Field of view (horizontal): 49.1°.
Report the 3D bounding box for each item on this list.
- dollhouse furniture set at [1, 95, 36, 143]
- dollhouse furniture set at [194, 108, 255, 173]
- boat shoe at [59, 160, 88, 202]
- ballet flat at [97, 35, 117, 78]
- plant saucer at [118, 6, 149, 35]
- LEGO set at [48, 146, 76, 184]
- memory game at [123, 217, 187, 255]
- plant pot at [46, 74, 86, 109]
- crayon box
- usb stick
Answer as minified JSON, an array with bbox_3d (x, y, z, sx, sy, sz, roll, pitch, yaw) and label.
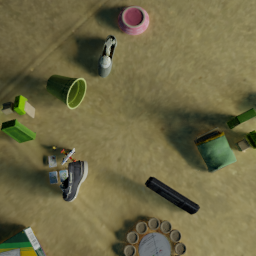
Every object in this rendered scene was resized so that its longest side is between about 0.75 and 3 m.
[{"bbox_3d":[-4.487,-0.170,10.143,2.099,1.053,1.375,-14,59,15],"label":"dollhouse furniture set"},{"bbox_3d":[3.561,0.495,9.697,2.139,1.074,1.401,-26,81,-5],"label":"dollhouse furniture set"},{"bbox_3d":[-1.904,1.737,9.116,0.648,2.066,0.751,7,46,-27],"label":"boat shoe"},{"bbox_3d":[-0.814,-2.738,10.556,0.560,0.529,1.660,14,80,2],"label":"ballet flat"},{"bbox_3d":[0.215,-4.262,10.941,1.231,0.312,1.231,0,80,1],"label":"plant saucer"},{"bbox_3d":[-2.340,1.253,9.957,1.004,0.330,1.343,-7,78,-5],"label":"LEGO set"},{"bbox_3d":[0.904,4.144,9.526,2.146,0.137,2.146,0,80,1],"label":"memory game"},{"bbox_3d":[-2.291,-1.428,10.123,1.118,1.177,1.177,24,81,17],"label":"plant pot"},{"bbox_3d":[-3.635,4.920,9.075,2.168,0.732,2.513,-31,81,-5],"label":"crayon box"},{"bbox_3d":[1.511,2.321,9.585,1.998,0.554,0.326,32,49,0],"label":"usb stick"}]
